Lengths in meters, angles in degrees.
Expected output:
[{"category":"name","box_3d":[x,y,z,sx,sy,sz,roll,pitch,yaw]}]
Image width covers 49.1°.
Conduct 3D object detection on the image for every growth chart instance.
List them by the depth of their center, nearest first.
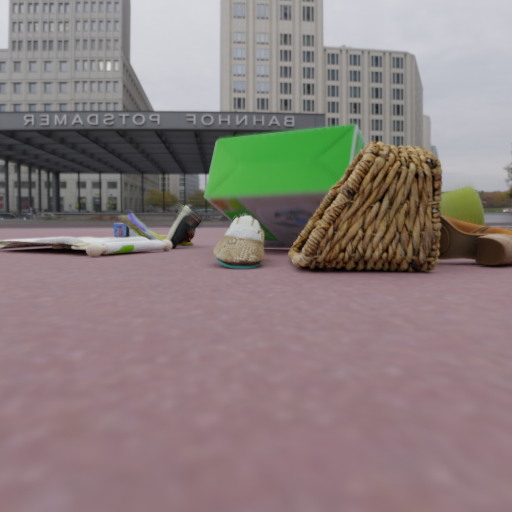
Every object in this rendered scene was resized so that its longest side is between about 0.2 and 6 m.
[{"category":"growth chart","box_3d":[-3.948,-0.277,12.591,4.089,0.363,2.959,2,4,32]}]

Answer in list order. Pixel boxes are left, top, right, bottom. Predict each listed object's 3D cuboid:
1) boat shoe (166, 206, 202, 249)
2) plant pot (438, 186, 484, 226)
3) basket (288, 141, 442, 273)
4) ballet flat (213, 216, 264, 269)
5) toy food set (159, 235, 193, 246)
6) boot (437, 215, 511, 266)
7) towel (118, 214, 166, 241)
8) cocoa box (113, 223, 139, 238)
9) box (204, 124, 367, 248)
[{"category":"boat shoe","box_3d":[-1.816,-0.673,14.111,0.622,0.726,1.985,33,23,-7]},{"category":"plant pot","box_3d":[3.651,-0.673,11.146,1.316,1.232,1.232,-9,3,1]},{"category":"basket","box_3d":[1.478,-0.758,8.395,1.926,1.845,2.585,1,3,2]},{"category":"ballet flat","box_3d":[-0.234,-0.268,8.998,0.824,0.763,2.336,8,5,-2]},{"category":"toy food set","box_3d":[-2.326,-0.422,15.377,1.189,0.289,1.177,-2,4,-24]},{"category":"boot","box_3d":[3.510,-0.318,9.086,1.463,0.723,1.885,-6,15,-43]},{"category":"towel","box_3d":[-2.746,-0.617,13.760,1.211,0.192,1.686,39,2,-5]},{"category":"cocoa box","box_3d":[-3.516,-0.595,15.432,0.612,0.622,0.933,0,4,1]},{"category":"box","box_3d":[1.001,-1.358,12.131,3.164,1.530,2.792,1,-23,28]}]
